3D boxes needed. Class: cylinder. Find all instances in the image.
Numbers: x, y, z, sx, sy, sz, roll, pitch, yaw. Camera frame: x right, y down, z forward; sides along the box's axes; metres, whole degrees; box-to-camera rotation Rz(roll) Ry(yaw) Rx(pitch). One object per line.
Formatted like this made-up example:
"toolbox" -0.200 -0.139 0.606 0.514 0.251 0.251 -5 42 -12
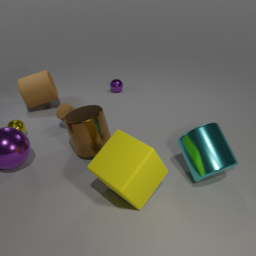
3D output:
"cylinder" -1.397 0.092 9.953 1.400 1.400 1.400 -12 27 6
"cylinder" -2.460 -0.570 11.486 0.700 0.700 0.700 -12 64 26
"cylinder" 2.432 0.756 8.644 1.400 1.400 1.400 -14 70 -22
"cylinder" -4.111 -1.791 12.898 1.400 1.400 1.400 -20 34 -5

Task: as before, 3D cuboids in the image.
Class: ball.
"ball" -3.963 0.660 9.265 1.400 1.400 1.400 0 31 0
"ball" -0.604 -2.234 14.776 0.700 0.700 0.700 0 31 0
"ball" -4.370 0.019 10.941 0.700 0.700 0.700 0 31 0

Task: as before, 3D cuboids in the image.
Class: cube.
"cube" 0.021 1.157 7.860 1.400 1.400 1.400 28 73 38
